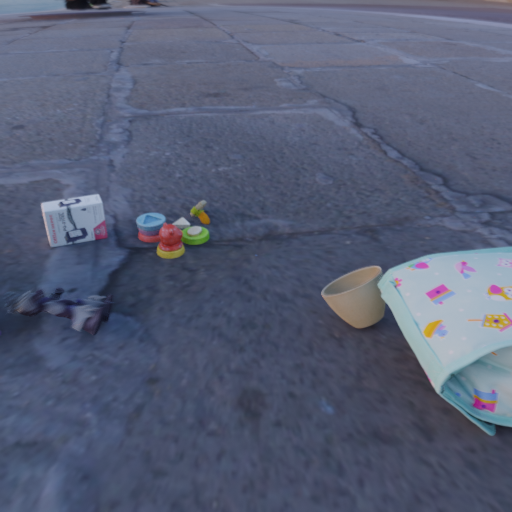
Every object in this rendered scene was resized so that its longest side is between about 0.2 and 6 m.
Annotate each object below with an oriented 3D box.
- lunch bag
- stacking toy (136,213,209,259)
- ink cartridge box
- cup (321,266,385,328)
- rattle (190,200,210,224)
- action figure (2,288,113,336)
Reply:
[{"bbox_3d":[3.252,1.025,7.506,2.833,1.727,2.413,2,31,-8],"label":"lunch bag"},{"bbox_3d":[-1.686,-0.605,11.363,1.254,0.585,1.386,-24,38,-34],"label":"stacking toy"},{"bbox_3d":[-3.659,-0.709,11.297,1.138,0.824,0.480,-12,33,-19],"label":"ink cartridge box"},{"bbox_3d":[1.642,0.705,8.845,1.009,0.721,1.009,-26,8,4],"label":"cup"},{"bbox_3d":[-1.145,-0.954,12.351,0.505,0.460,0.707,28,-1,2],"label":"rattle"},{"bbox_3d":[-3.197,0.780,8.874,1.678,0.582,1.092,10,7,3],"label":"action figure"}]
